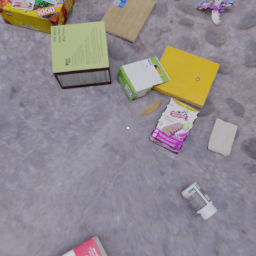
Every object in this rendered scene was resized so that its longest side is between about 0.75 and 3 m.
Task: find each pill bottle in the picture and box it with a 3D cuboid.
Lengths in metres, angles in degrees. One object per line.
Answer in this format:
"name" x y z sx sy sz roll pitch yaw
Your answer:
"pill bottle" 2.245 2.290 8.804 0.596 0.596 1.055 -35 75 -11

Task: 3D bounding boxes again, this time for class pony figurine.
"pony figurine" 3.638 -5.042 11.474 1.372 1.143 1.325 -21 41 -3

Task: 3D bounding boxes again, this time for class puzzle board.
"puzzle board" -0.026 -4.708 11.707 1.673 0.193 2.219 24 73 9

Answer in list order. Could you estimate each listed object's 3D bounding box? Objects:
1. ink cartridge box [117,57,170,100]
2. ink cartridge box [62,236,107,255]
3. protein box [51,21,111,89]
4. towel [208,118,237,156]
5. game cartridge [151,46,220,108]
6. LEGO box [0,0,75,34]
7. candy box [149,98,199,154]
"ink cartridge box" 0.580 -1.886 10.572 1.620 0.614 1.197 -21 72 -22
"ink cartridge box" -1.725 4.818 8.025 2.879 1.214 2.084 -29 74 -9
"protein box" -1.713 -2.675 10.425 1.959 1.322 1.945 -6 72 -2
"towel" 3.381 0.334 10.040 0.827 0.215 1.249 22 73 5
"game cartridge" 2.154 -1.992 10.755 2.188 0.355 1.929 23 73 10
"LEGO box" -3.674 -5.027 11.389 2.487 0.960 1.852 14 72 5
"candy box" 1.654 -0.075 10.003 1.156 0.517 1.695 27 74 9
